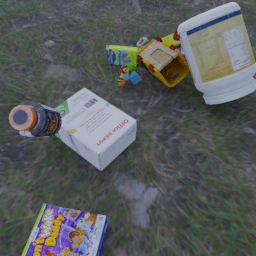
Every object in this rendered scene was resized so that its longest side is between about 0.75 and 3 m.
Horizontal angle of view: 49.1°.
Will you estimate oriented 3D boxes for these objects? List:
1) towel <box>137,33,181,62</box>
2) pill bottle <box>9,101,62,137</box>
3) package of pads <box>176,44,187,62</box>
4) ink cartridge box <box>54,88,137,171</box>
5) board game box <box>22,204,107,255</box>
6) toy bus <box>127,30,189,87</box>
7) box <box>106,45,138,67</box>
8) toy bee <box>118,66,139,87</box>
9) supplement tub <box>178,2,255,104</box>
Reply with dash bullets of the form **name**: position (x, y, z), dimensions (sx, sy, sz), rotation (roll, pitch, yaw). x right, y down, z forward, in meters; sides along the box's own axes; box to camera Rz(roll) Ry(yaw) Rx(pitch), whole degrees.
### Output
- **towel**: position (1.283, -3.241, 11.187), dimensions (2.084, 0.188, 0.897), rotation (-23, 44, 2)
- **pill bottle**: position (-2.106, -0.179, 6.384), dimensions (0.782, 1.472, 0.782), rotation (0, 88, 5)
- **package of pads**: position (2.387, -3.278, 11.429), dimensions (1.181, 0.522, 1.529), rotation (1, 50, 0)
- **ink cartridge box**: position (-1.066, -0.020, 8.411), dimensions (2.218, 0.932, 1.606), rotation (33, 57, 25)
- **board game box**: position (-1.512, 2.993, 6.143), dimensions (1.592, 0.530, 2.368), rotation (9, 50, 7)
- **toy bus**: position (1.216, -2.386, 10.173), dimensions (2.163, 1.185, 2.293), rotation (-7, 50, 40)
- **box**: position (-0.252, -2.804, 10.881), dimensions (1.226, 0.747, 0.292), rotation (7, 50, 6)
- **toy bee**: position (-0.101, -1.944, 10.009), dimensions (0.501, 0.603, 0.921), rotation (43, 86, 1)
- **supplement tub**: position (2.875, -2.291, 8.906), dimensions (1.950, 2.700, 1.950), rotation (-21, 12, 4)
